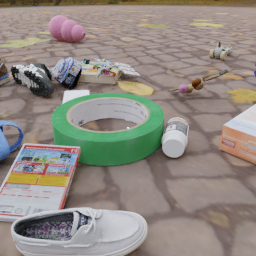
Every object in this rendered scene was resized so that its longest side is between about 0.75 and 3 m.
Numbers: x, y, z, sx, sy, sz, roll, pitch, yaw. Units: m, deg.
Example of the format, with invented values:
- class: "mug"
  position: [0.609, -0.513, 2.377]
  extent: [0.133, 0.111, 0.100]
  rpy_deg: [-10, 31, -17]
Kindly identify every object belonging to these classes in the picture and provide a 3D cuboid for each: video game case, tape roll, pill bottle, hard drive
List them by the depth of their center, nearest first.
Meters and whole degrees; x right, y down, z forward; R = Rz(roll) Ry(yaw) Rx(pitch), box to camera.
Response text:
- class: "video game case"
  position: [-1.643, 0.953, 5.154]
  extent: [1.205, 0.147, 1.685]
  rpy_deg: [3, 42, 5]
- class: "pill bottle"
  position: [1.096, 0.213, 6.486]
  extent: [0.592, 0.592, 1.017]
  rpy_deg: [7, 28, 12]
- class: "tape roll"
  position: [-0.478, -0.102, 7.012]
  extent: [2.748, 0.660, 2.748]
  rpy_deg: [0, 27, 0]
- class: "hard drive"
  position: [-1.661, -0.920, 9.067]
  extent: [0.844, 0.162, 1.279]
  rpy_deg: [-4, 28, -7]

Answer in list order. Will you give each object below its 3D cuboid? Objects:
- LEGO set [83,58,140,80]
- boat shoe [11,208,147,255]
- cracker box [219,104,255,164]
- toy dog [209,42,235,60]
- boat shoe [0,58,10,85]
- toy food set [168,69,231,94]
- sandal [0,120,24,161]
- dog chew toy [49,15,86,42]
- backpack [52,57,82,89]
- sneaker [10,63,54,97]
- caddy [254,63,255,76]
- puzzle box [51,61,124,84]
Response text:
- class: "LEGO set"
  position: [-0.694, -2.245, 10.824]
  extent: [1.985, 0.487, 1.483]
  rpy_deg: [5, 26, -24]
- class: "boat shoe"
  position: [-0.673, 1.416, 3.957]
  extent: [1.897, 0.650, 0.683]
  rpy_deg: [0, 49, 3]
- class: "cracker box"
  position: [3.526, 0.087, 6.598]
  extent: [2.449, 0.706, 1.640]
  rpy_deg: [-24, 36, -39]
- class: "toy dog"
  position: [4.774, -4.010, 14.136]
  extent: [1.158, 0.846, 1.756]
  rpy_deg: [10, 30, 17]
- class: "boat shoe"
  position: [-5.254, -1.779, 9.800]
  extent: [0.983, 0.984, 2.720]
  rpy_deg: [5, 28, 9]
- class: "toy food set"
  position: [2.258, -1.407, 9.047]
  extent: [1.197, 0.297, 1.883]
  rpy_deg: [-15, -2, -39]
- class: "sandal"
  position: [-2.945, 0.428, 5.775]
  extent: [1.070, 0.976, 2.457]
  rpy_deg: [4, 29, -2]
- class: "dog chew toy"
  position: [-3.744, -6.133, 17.591]
  extent: [2.434, 1.516, 1.516]
  rpy_deg: [21, 34, 18]
- class: "backpack"
  position: [-2.226, -2.094, 10.254]
  extent: [1.026, 0.830, 1.077]
  rpy_deg: [-53, 44, -2]
- class: "sneaker"
  position: [-3.157, -1.855, 10.057]
  extent: [1.204, 0.884, 2.661]
  rpy_deg: [-25, 35, -34]
- class: "caddy"
  position: [5.529, -2.313, 11.091]
  extent: [0.546, 0.736, 1.041]
  rpy_deg: [-17, 33, -20]
- class: "puzzle box"
  position: [-1.670, -2.335, 11.521]
  extent: [2.758, 0.351, 1.835]
  rpy_deg: [5, 29, 8]
